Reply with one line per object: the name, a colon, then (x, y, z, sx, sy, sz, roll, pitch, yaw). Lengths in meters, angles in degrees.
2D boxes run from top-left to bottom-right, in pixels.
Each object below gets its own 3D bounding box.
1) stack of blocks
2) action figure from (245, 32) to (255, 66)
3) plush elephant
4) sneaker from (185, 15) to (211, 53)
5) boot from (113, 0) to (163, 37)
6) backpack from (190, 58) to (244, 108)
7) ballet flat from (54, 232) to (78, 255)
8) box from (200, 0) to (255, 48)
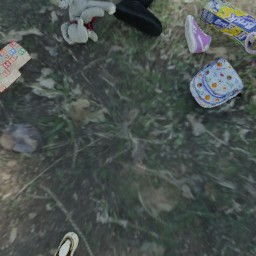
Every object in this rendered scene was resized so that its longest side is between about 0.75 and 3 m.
stack of blocks: (-4.198, -2.158, 9.744, 0.932, 0.474, 1.619, 40, 77, 11)
action figure: (5.550, -2.538, 9.539, 2.563, 1.717, 1.908, -24, 56, -4)
plush elephant: (-1.537, -3.648, 9.779, 1.946, 1.507, 1.603, -10, 25, -36)
sneaker: (2.552, -3.406, 10.159, 0.824, 0.524, 1.446, -7, 80, -8)
boot: (0.639, -4.514, 10.353, 2.126, 0.787, 1.742, 29, 71, 8)
backpack: (2.859, -1.414, 9.212, 1.487, 1.203, 1.562, -34, 79, 1)
ballet flat: (-1.964, 3.816, 7.889, 0.603, 0.557, 1.787, 19, 74, 5)
box: (3.758, -3.841, 10.151, 2.140, 0.688, 0.750, 36, 77, 10)
